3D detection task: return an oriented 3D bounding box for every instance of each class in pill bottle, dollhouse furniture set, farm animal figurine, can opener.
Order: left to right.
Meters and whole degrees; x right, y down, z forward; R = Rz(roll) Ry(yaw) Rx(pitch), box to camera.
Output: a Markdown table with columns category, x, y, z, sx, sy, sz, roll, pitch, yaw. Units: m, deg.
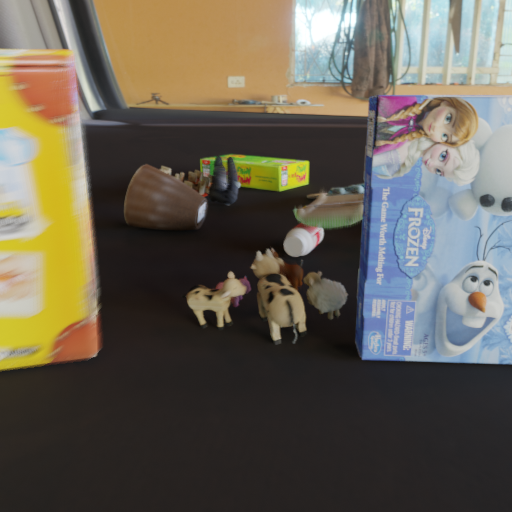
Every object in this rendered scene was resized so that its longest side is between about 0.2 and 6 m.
| category | x | y | z | sx | sy | sz | roll | pitch | yaw |
| --- | --- | --- | --- | --- | --- | --- | --- | --- | --- |
| dollhouse furniture set | -1.845 | -1.615 | 13.408 | 1.378 | 0.718 | 1.393 | 20 | 23 | 20 |
| can opener | -0.689 | -1.809 | 12.870 | 0.672 | 0.834 | 2.121 | 14 | 29 | -7 |
| farm animal figurine | 0.058 | 0.368 | 6.039 | 1.410 | 0.735 | 1.394 | -26 | 36 | -25 |
| pill bottle | 0.744 | -0.270 | 8.940 | 0.451 | 0.451 | 0.803 | 8 | 22 | 24 |
| dollhouse furniture set | 2.160 | -0.405 | 8.787 | 2.934 | 1.133 | 1.466 | -2 | 15 | 22 |

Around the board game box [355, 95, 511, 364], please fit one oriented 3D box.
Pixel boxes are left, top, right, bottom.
| category | x | y | z | sx | sy | sz | roll | pitch | yaw |
| --- | --- | --- | --- | --- | --- | --- | --- | --- | --- |
| board game box | 2.251 | -0.211 | 5.230 | 2.476 | 2.488 | 0.540 | 1 | 15 | 3 |

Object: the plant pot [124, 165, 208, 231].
| category | x | y | z | sx | sy | sz | roll | pitch | yaw |
| --- | --- | --- | --- | --- | --- | --- | --- | --- | --- |
| plant pot | -1.580 | -0.949 | 10.327 | 1.263 | 1.180 | 1.180 | 17 | 20 | 10 |

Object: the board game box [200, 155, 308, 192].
| category | x | y | z | sx | sy | sz | roll | pitch | yaw |
| --- | --- | --- | --- | --- | --- | --- | --- | --- | --- |
| board game box | -0.074 | -2.319 | 15.409 | 2.719 | 0.647 | 1.381 | 13 | 21 | 36 |

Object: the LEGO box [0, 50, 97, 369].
| category | x | y | z | sx | sy | sz | roll | pitch | yaw |
| --- | --- | --- | --- | --- | --- | --- | --- | --- | --- |
| LEGO box | -3.443 | -0.368 | 5.000 | 3.735 | 2.782 | 1.441 | -5 | 24 | -16 |

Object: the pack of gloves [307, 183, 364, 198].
| category | x | y | z | sx | sy | sz | roll | pitch | yaw |
| --- | --- | --- | --- | --- | --- | --- | --- | --- | --- |
| pack of gloves | 2.650 | -1.630 | 12.079 | 2.519 | 0.592 | 2.998 | -3 | 5 | -8 |
